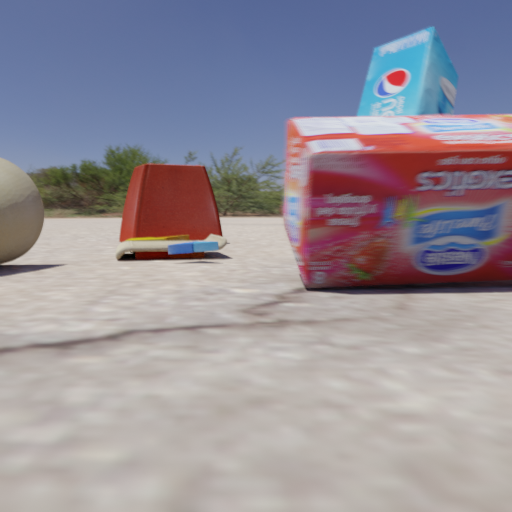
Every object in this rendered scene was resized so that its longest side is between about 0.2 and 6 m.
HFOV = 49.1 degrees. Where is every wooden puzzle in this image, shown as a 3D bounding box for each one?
[{"bbox_3d":[-1.533,-0.124,9.867,1.979,0.343,2.933,-5,5,-6],"label":"wooden puzzle"}]

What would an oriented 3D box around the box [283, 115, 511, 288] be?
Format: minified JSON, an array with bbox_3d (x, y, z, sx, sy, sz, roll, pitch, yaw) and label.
[{"bbox_3d":[1.939,-0.677,6.193,3.120,1.489,1.555,-2,26,-5],"label":"box"}]

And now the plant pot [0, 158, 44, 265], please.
[{"bbox_3d":[-3.868,-0.458,7.334,1.615,1.615,1.725,0,14,-3],"label":"plant pot"}]

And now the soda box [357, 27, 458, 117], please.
[{"bbox_3d":[3.019,-2.488,11.631,1.451,4.523,1.534,-6,-35,40],"label":"soda box"}]

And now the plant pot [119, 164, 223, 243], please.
[{"bbox_3d":[-2.094,-1.230,13.507,2.124,1.873,2.126,-1,5,-22],"label":"plant pot"}]
